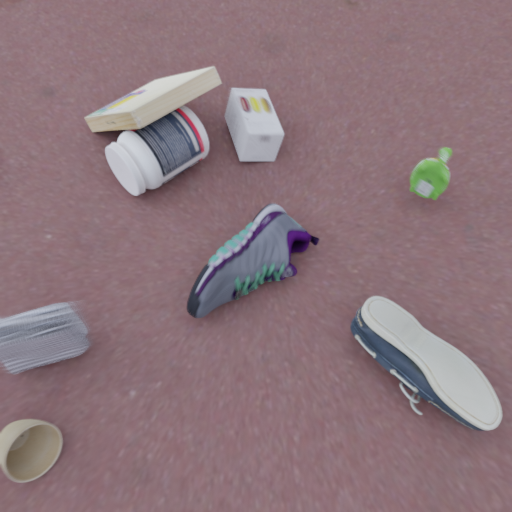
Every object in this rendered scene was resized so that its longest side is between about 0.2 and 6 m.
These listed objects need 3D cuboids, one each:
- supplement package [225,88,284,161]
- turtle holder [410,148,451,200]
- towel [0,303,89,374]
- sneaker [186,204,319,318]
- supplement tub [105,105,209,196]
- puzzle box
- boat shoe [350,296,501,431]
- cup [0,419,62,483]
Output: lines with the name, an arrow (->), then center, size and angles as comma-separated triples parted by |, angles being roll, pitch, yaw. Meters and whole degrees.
supplement package -> -0.070, -2.784, 11.867 | 0.819, 0.789, 1.441 | -4, 55, -21
turtle holder -> 3.345, -1.606, 10.734 | 0.712, 0.937, 0.665 | 6, 33, 24
towel -> -3.421, 1.301, 8.718 | 1.385, 1.147, 0.593 | -15, 65, -6
sneaker -> -0.007, 0.211, 9.821 | 1.198, 1.018, 2.736 | 34, 61, 15
supplement tub -> -1.961, -2.127, 11.229 | 1.786, 1.253, 1.253 | -37, 63, -23
puzzle box -> -2.208, -3.170, 11.503 | 1.961, 0.375, 2.948 | -36, 27, -21
boat shoe -> 2.570, 1.773, 8.798 | 2.628, 0.812, 0.984 | 39, 48, 15
cup -> -3.411, 2.758, 8.220 | 0.628, 0.878, 0.878 | 16, 54, 39
